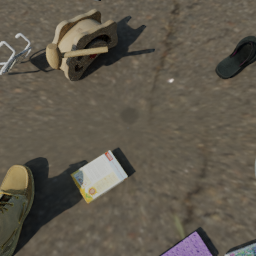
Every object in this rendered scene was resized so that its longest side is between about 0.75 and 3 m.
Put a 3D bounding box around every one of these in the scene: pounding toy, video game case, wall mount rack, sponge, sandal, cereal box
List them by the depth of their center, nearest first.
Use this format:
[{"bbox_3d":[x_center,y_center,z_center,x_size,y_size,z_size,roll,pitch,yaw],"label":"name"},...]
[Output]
[{"bbox_3d":[3.343,3.566,6.489,1.583,0.206,1.739,-17,68,-7],"label":"video game case"},{"bbox_3d":[1.293,3.184,6.658,1.368,0.204,0.763,-29,70,-12],"label":"sponge"},{"bbox_3d":[-0.759,1.292,7.470,1.256,0.248,0.903,-31,70,-13],"label":"cereal box"},{"bbox_3d":[-3.656,-2.041,8.371,0.659,1.535,1.766,41,28,-16],"label":"wall mount rack"},{"bbox_3d":[-1.223,-2.192,8.411,1.656,1.651,2.887,38,52,15],"label":"pounding toy"},{"bbox_3d":[3.519,-2.241,8.679,0.727,0.463,1.934,42,74,10],"label":"sandal"}]

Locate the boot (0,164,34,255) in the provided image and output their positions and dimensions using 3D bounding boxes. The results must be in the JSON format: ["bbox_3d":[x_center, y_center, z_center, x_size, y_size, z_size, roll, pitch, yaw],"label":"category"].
[{"bbox_3d":[-2.952,1.785,6.373,0.865,1.848,2.378,9,66,4],"label":"boot"}]
